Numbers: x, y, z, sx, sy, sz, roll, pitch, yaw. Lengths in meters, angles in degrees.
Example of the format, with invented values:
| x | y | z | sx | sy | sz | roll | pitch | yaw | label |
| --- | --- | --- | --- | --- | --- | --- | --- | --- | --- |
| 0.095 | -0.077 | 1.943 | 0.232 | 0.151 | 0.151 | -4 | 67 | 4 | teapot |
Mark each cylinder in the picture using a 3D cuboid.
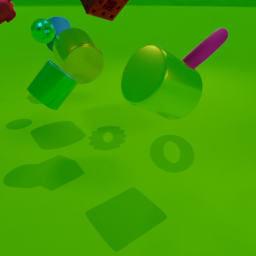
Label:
| x | y | z | sx | sy | sz | roll | pitch | yaw | label |
| --- | --- | --- | --- | --- | --- | --- | --- | --- | --- |
| -1.508 | -2.181 | 8.476 | 1.267 | 1.267 | 1.267 | -11 | 44 | -22 | cylinder |
| -1.760 | -0.995 | 6.560 | 0.849 | 0.849 | 0.849 | 38 | 4 | -3 | cylinder |
| -2.807 | -3.772 | 11.399 | 1.046 | 1.046 | 1.046 | -7 | 62 | -13 | cylinder |
| 0.646 | -0.835 | 5.372 | 1.139 | 1.139 | 1.139 | 17 | 10 | -41 | cylinder |

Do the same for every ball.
| x | y | z | sx | sy | sz | roll | pitch | yaw | label |
| --- | --- | --- | --- | --- | --- | --- | --- | --- | --- |
| -2.756 | -3.144 | 9.088 | 0.769 | 0.769 | 0.769 | 0 | 26 | 0 | ball |

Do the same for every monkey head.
| x | y | z | sx | sy | sz | roll | pitch | yaw | label |
| --- | --- | --- | --- | --- | --- | --- | --- | --- | --- |
| -3.322 | -3.200 | 7.291 | 1.182 | 0.712 | 0.850 | -6 | 53 | 10 | monkey head |

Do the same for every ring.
| x | y | z | sx | sy | sz | roll | pitch | yaw | label |
| --- | --- | --- | --- | --- | --- | --- | --- | --- | --- |
| 1.897 | -1.976 | 7.529 | 1.807 | 0.361 | 1.807 | -41 | 5 | 4 | ring |

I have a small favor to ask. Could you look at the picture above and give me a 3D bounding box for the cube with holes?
| x | y | z | sx | sy | sz | roll | pitch | yaw | label |
| --- | --- | --- | --- | --- | --- | --- | --- | --- | --- |
| -0.587 | -3.226 | 6.641 | 0.837 | 0.837 | 0.837 | -5 | 65 | -46 | cube with holes |
